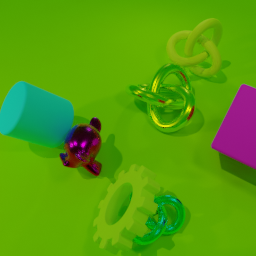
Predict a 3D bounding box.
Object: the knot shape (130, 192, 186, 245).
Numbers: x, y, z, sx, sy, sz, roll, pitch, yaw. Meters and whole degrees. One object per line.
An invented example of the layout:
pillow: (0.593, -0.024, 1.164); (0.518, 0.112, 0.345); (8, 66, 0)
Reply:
knot shape: (0.451, 1.636, 5.509); (1.168, 0.540, 1.093); (-25, 56, -18)

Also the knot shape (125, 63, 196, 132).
knot shape: (0.990, -0.723, 7.124); (1.909, 0.882, 1.787); (-14, 58, -15)

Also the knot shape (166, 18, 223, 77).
knot shape: (2.023, -2.111, 7.879); (1.642, 1.536, 0.758); (-25, 21, 16)

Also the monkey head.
monkey head: (-0.852, 0.465, 6.002); (1.121, 0.939, 1.558); (37, 29, -15)

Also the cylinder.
cylinder: (-2.049, -0.268, 6.294); (1.205, 1.205, 1.205); (23, 37, -41)

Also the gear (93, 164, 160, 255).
gear: (-0.061, 1.407, 5.017); (0.288, 1.559, 1.559); (34, 50, -19)

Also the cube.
cube: (2.738, 0.060, 5.854); (1.394, 1.394, 1.394); (27, 100, 20)
